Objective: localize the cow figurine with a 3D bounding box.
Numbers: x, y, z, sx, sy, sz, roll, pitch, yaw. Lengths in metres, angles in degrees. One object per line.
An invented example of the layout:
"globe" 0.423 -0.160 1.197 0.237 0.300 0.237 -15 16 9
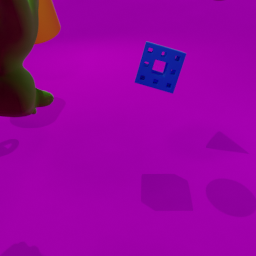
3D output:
"cow figurine" -1.117 -0.812 2.577 0.766 1.373 1.396 0 63 -7

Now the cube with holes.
"cube with holes" 0.573 -1.130 5.137 0.715 0.715 0.715 16 18 -1

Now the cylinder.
"cylinder" -2.727 -3.270 7.948 1.292 1.292 1.292 -5 49 6
